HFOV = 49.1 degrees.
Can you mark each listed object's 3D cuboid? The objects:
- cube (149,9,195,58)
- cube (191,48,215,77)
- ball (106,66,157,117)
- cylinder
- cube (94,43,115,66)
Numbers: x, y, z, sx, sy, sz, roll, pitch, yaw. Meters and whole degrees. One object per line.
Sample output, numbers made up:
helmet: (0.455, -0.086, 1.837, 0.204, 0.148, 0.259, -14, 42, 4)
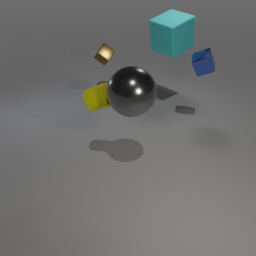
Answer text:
cube: (1.934, -4.136, 12.254, 1.400, 1.400, 1.400, -34, 48, -23)
cube: (2.943, -2.555, 10.905, 0.700, 0.700, 0.700, -12, 39, 29)
ball: (0.100, -1.005, 7.795, 1.400, 1.400, 1.400, 0, 30, 0)
cylinder: (-0.856, -0.918, 8.380, 0.700, 0.700, 0.700, -13, 21, 30)
cube: (-1.234, -3.823, 14.572, 0.700, 0.700, 0.700, -61, 15, -20)
